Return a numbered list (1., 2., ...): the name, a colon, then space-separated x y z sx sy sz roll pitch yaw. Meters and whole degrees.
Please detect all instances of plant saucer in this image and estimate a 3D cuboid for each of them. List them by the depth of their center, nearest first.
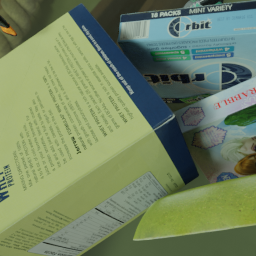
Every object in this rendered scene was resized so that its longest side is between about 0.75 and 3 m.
1. plant saucer: 1.439 0.934 3.451 2.848 2.848 0.442 -7 69 -4

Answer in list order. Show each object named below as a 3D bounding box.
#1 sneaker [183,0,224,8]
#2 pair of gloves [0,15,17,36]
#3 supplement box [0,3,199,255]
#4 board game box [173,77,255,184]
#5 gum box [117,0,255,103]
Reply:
1. sneaker: 1.525 -2.721 6.208 0.503 1.351 0.591 12 76 -29
2. pair of gloves: -2.187 -1.707 3.849 1.191 1.061 0.147 29 86 4
3. supplement box: -0.926 0.154 4.198 2.695 1.811 2.698 -34 54 1
4. board game box: 2.296 0.137 4.633 2.423 2.429 0.500 -24 46 19
5. gum box: 1.304 -1.198 5.362 2.261 2.661 0.593 2 74 18
